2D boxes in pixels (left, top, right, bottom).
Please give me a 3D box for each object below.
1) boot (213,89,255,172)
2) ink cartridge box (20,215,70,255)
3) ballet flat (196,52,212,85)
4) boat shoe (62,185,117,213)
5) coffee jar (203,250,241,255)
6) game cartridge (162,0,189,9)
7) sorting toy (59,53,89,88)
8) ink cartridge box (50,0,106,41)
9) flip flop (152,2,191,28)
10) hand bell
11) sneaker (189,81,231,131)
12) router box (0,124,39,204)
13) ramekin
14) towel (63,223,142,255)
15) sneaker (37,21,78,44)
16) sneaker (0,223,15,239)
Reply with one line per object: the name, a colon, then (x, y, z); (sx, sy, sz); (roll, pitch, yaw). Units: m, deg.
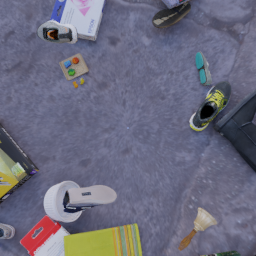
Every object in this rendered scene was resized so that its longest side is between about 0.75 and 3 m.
boot: (5.055, 0.232, 10.538); (2.369, 0.944, 2.874); (-43, 77, 1)
ink cartridge box: (-2.442, 4.129, 9.557); (2.157, 0.725, 1.253); (45, 73, 0)
ballet flat: (3.117, -2.423, 11.482); (0.459, 0.485, 1.440); (-1, 76, -28)
boat shoe: (-1.031, 1.869, 7.268); (1.400, 0.649, 0.523); (8, 43, -28)
coffee jar: (3.070, 4.700, 9.606); (1.609, 0.839, 0.687); (-8, 78, -1)
game cartridge: (2.180, -5.966, 12.031); (2.030, 0.390, 1.316); (-34, 75, -23)
sorting toy: (-2.152, -2.361, 11.544); (0.990, 0.178, 1.329); (-25, 78, -6)
ink cartridge box: (-2.209, -4.976, 12.003); (2.200, 0.476, 2.160); (12, 78, 1)
flip flop: (1.871, -4.747, 11.935); (2.056, 0.592, 0.834); (-40, 76, -24)
hand bell: (2.007, 3.178, 8.510); (0.711, 0.711, 1.365); (43, 75, 9)
sneaker: (3.330, -0.897, 10.791); (0.879, 0.999, 2.362); (35, 79, 7)
router box: (-5.021, 1.281, 10.438); (2.100, 0.698, 2.671); (-42, 81, -9)
ramekin: (-2.281, 2.596, 9.836); (0.730, 1.391, 1.391); (-15, 75, 32)
towel: (-0.831, 4.074, 9.625); (2.672, 0.241, 1.150); (-2, 72, -21)
sneaker: (-2.580, -3.258, 9.544); (1.982, 0.786, 0.733); (19, 120, 39)
sneaker: (-4.888, 3.561, 9.949); (1.607, 0.659, 0.601); (8, 77, 2)
